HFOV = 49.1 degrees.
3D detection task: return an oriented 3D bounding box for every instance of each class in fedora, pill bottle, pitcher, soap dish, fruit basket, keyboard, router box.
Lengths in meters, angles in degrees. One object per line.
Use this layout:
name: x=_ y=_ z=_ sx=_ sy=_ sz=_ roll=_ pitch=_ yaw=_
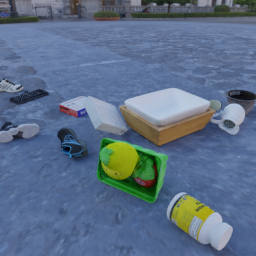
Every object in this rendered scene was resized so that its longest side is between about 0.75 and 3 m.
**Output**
fedora: x=5.061 y=-1.120 z=12.623 sx=1.650 sy=0.843 sz=1.866 roll=8 pitch=25 yaw=13
pill bottle: x=1.607 y=2.098 z=6.334 sx=0.755 sy=0.755 sz=1.342 roll=-22 pitch=35 yaw=-37
pitcher: x=4.008 y=-0.461 z=11.286 sx=1.224 sy=0.865 sz=1.426 roll=24 pitch=42 yaw=19
soap dish: x=1.514 y=-0.510 z=10.933 sx=2.988 sy=1.213 sz=2.351 roll=-17 pitch=33 yaw=-32
fruit basket: x=-0.073 y=1.043 z=7.515 sx=2.133 sy=1.538 sz=2.133 roll=8 pitch=14 yaw=-2
keyboard: x=-5.149 y=-1.689 z=14.445 sx=1.121 sy=0.240 sz=1.867 roll=19 pitch=31 yaw=32
router box: x=-2.225 y=-1.006 z=12.946 sx=1.262 sy=0.343 sz=1.406 roll=21 pitch=34 yaw=36

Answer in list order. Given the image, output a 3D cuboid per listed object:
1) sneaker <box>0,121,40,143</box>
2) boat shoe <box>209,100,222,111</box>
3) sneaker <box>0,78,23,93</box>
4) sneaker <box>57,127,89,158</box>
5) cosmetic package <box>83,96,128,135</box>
sneaker: x=-4.197 y=0.028 z=10.633 sx=1.514 sy=0.571 sz=0.861 roll=-16 pitch=33 yaw=-23
boat shoe: x=3.488 y=-0.834 z=11.633 sx=0.461 sy=0.520 sz=1.392 roll=1 pitch=-13 yaw=-23
sneaker: x=-6.536 y=-2.338 z=15.205 sx=1.609 sy=0.705 sz=0.608 roll=1 pitch=25 yaw=-1
sneaker: x=-2.081 y=0.483 z=9.686 sx=0.701 sy=0.627 sz=1.712 roll=-20 pitch=33 yaw=-35
cosmetic package: x=-0.814 y=-0.426 z=10.303 sx=1.617 sy=0.418 sz=1.219 roll=17 pitch=41 yaw=-56
